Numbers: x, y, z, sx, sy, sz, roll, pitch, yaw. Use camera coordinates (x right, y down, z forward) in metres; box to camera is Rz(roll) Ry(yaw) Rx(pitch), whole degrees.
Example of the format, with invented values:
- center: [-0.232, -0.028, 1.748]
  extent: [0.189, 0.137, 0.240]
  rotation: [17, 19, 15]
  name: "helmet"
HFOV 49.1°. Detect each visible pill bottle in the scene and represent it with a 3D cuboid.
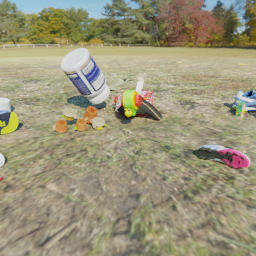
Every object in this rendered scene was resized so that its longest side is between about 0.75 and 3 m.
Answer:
- center: [-1.792, -2.213, 12.365]
  extent: [1.351, 2.335, 1.351]
  rotation: [-15, 47, 17]
  name: "pill bottle"

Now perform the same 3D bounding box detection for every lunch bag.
- center: [0.247, -1.274, 13.374]
  extent: [1.901, 0.884, 2.158]
  rotation: [4, 19, 12]
  name: "lunch bag"

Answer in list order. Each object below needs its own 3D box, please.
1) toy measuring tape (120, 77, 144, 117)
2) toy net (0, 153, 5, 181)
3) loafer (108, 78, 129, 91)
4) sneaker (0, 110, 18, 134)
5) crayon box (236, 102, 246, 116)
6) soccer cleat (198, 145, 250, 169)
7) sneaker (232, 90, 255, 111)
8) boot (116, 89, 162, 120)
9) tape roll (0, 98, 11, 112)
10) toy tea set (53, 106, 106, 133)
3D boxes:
- center: [0.223, -1.404, 10.943]
  extent: [0.838, 0.838, 2.278]
  rotation: [5, 54, 16]
  name: "toy measuring tape"
- center: [-3.692, 1.023, 7.330]
  extent: [1.061, 0.391, 2.023]
  rotation: [1, 18, 2]
  name: "toy net"
- center: [-0.675, -2.920, 18.592]
  extent: [0.765, 0.690, 2.022]
  rotation: [13, 22, 33]
  name: "loafer"
- center: [-5.454, -0.162, 10.006]
  extent: [2.740, 1.013, 1.127]
  rotation: [-5, 18, -40]
  name: "sneaker"
- center: [5.177, -0.880, 12.845]
  extent: [0.239, 0.488, 0.821]
  rotation: [12, 23, 32]
  name: "crayon box"
- center: [2.763, 0.734, 7.998]
  extent: [1.476, 0.515, 0.637]
  rotation: [13, 22, 35]
  name: "soccer cleat"
- center: [6.268, -1.323, 13.431]
  extent: [2.350, 0.966, 0.869]
  rotation: [1, 16, -3]
  name: "sneaker"
- center: [0.480, -0.645, 12.050]
  extent: [1.771, 1.225, 0.686]
  rotation: [42, 12, 6]
  name: "boot"
- center: [-6.273, -0.929, 12.808]
  extent: [1.711, 0.598, 1.711]
  rotation: [0, 19, 0]
  name: "tape roll"
- center: [-1.921, -0.205, 10.928]
  extent: [1.993, 0.737, 1.185]
  rotation: [-4, 48, -22]
  name: "toy tea set"
